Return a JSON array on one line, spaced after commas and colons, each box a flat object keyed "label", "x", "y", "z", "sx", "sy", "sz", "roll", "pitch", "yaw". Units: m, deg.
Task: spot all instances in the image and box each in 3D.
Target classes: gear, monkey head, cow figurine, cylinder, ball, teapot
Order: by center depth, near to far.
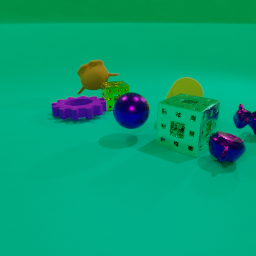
[{"label": "teapot", "x": 2.102, "y": 0.441, "z": 6.075, "sx": 0.787, "sy": 0.620, "sz": 1.265, "roll": 21, "pitch": 19, "yaw": 16}, {"label": "ball", "x": 0.082, "y": -0.433, "z": 7.054, "sx": 0.933, "sy": 0.933, "sz": 0.933, "roll": 0, "pitch": 23, "yaw": 0}, {"label": "cow figurine", "x": 3.289, "y": -0.263, "z": 7.114, "sx": 1.139, "sy": 1.120, "sz": 0.625, "roll": -20, "pitch": 54, "yaw": 21}, {"label": "cylinder", "x": 1.608, "y": -0.883, "z": 8.138, "sx": 0.897, "sy": 0.897, "sz": 0.897, "roll": -2, "pitch": -14, "yaw": -5}, {"label": "gear", "x": -1.559, "y": -0.678, "z": 8.979, "sx": 1.717, "sy": 0.318, "sz": 1.717, "roll": -2, "pitch": 20, "yaw": 1}, {"label": "monkey head", "x": -1.197, "y": -1.886, "z": 10.230, "sx": 1.680, "sy": 1.012, "sz": 1.209, "roll": -24, "pitch": 6, "yaw": 10}]

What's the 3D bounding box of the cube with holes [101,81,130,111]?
[{"label": "cube with holes", "x": -0.447, "y": -1.119, "z": 9.590, "sx": 0.800, "sy": 0.800, "sz": 0.800, "roll": -7, "pitch": 23, "yaw": -16}]

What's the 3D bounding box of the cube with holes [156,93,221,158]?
[{"label": "cube with holes", "x": 1.455, "y": -0.121, "z": 6.794, "sx": 1.091, "sy": 1.091, "sz": 1.091, "roll": 17, "pitch": 28, "yaw": 35}]
